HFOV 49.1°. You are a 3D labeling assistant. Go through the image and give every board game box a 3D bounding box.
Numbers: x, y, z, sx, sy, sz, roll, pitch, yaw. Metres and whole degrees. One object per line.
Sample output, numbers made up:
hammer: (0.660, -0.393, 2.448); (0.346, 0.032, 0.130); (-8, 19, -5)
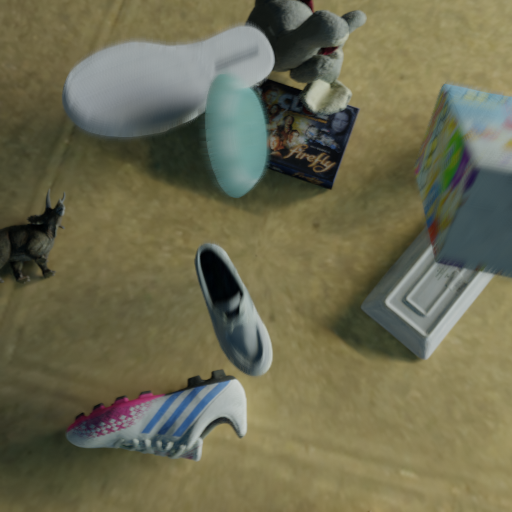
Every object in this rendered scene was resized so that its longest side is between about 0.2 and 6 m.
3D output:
board game box: (0.577, -2.473, 10.948); (2.467, 0.427, 1.671); (19, 76, 5)
board game box: (3.333, -1.155, 8.009); (1.529, 1.502, 2.916); (12, 35, 2)

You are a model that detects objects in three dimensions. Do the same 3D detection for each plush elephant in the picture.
plush elephant: (1.002, -3.939, 10.374); (2.195, 2.835, 2.335); (-8, 64, -38)

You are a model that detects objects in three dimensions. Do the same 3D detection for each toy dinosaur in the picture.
toy dinosaur: (-4.356, -0.146, 10.238); (2.346, 0.903, 1.200); (-23, 65, 0)

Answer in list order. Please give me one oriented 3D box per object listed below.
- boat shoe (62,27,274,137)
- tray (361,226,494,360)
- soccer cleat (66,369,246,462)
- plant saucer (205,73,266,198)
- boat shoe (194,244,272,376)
boat shoe: (-1.177, -2.283, 7.856); (3.262, 1.157, 1.176); (-25, 91, -33)
tray: (3.377, 0.357, 10.261); (1.531, 0.316, 2.851); (41, 79, 9)
soccer cleat: (-1.583, 2.848, 9.182); (2.993, 1.046, 1.292); (-16, 70, -5)
plant saucer: (-0.180, -1.502, 6.993); (0.277, 1.538, 1.538); (-2, 74, 21)
boat shoe: (-0.323, 0.622, 6.552); (0.587, 0.599, 1.682); (-25, 79, -1)
